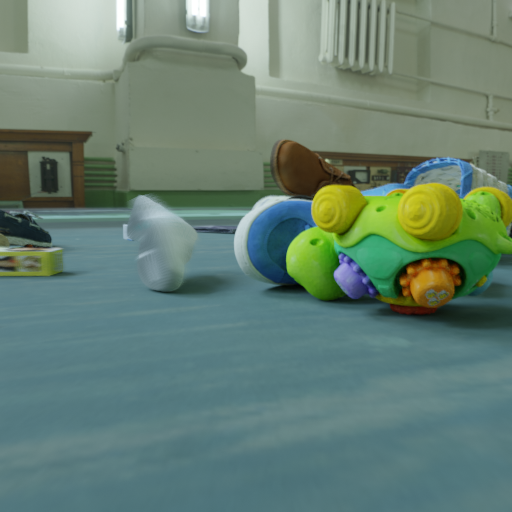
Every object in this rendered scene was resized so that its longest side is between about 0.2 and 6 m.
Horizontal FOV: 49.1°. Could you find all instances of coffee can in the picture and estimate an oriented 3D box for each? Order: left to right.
[{"bbox_3d":[0.611,-0.656,11.270,1.123,1.123,1.534,-2,6,-18],"label":"coffee can"}]

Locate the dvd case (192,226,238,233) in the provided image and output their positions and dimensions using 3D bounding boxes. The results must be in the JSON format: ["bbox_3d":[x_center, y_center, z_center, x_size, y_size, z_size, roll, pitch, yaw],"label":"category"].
[{"bbox_3d":[-1.081,-0.813,17.231,1.941,0.155,1.443,4,7,34],"label":"dvd case"}]

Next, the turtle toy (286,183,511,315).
[{"bbox_3d":[1.319,-0.073,5.558,2.399,1.212,1.748,5,7,43],"label":"turtle toy"}]

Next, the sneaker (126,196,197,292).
[{"bbox_3d":[-1.117,-0.179,7.280,0.836,0.733,2.085,17,21,-26],"label":"sneaker"}]

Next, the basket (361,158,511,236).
[{"bbox_3d":[2.955,-0.827,9.816,2.531,1.760,2.231,5,1,-18],"label":"basket"}]

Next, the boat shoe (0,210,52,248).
[{"bbox_3d":[-4.876,-0.561,11.511,0.905,0.747,2.417,2,0,7],"label":"boat shoe"}]

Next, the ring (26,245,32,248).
[{"bbox_3d":[-5.018,-0.092,10.627,1.755,0.168,1.755,0,6,0],"label":"ring"}]

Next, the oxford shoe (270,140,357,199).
[{"bbox_3d":[1.344,-1.647,11.647,1.105,1.106,3.100,8,-6,35],"label":"oxford shoe"}]

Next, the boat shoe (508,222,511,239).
[{"bbox_3d":[5.057,-0.461,11.120,2.739,0.775,0.940,-1,6,-6],"label":"boat shoe"}]

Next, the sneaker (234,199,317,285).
[{"bbox_3d":[1.325,-0.191,6.873,3.017,1.158,1.678,3,-6,-37],"label":"sneaker"}]

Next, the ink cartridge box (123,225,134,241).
[{"bbox_3d":[-2.845,-0.607,14.276,0.915,0.383,0.664,-4,7,-31],"label":"ink cartridge box"}]

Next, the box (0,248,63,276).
[{"bbox_3d":[-3.617,0.082,8.040,1.512,0.379,0.569,-1,6,-1],"label":"box"}]

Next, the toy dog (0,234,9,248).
[{"bbox_3d":[-4.915,-0.311,9.163,1.130,0.825,1.714,-1,7,26],"label":"toy dog"}]
